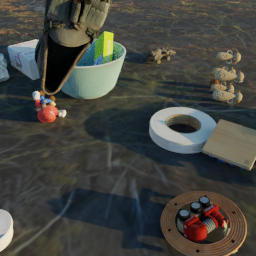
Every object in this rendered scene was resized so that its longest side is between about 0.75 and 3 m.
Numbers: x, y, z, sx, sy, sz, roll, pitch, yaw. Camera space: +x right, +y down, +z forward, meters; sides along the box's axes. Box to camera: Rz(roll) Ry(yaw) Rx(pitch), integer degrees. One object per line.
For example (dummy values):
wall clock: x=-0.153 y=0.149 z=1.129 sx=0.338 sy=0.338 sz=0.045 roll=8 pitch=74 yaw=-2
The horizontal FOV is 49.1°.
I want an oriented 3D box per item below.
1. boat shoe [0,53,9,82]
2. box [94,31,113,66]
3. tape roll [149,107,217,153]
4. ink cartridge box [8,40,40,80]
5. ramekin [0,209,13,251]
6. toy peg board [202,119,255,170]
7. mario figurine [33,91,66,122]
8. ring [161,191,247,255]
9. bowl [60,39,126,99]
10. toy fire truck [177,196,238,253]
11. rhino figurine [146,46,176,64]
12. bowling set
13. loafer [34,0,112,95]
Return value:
boat shoe: x=-5.332 y=-2.666 z=10.901 sx=1.074 sy=0.934 sz=2.914 roll=-16 pitch=37 yaw=-22
box: x=-0.846 y=-2.289 z=9.385 sx=0.375 sy=1.572 sz=0.958 roll=5 pitch=-6 yaw=-25
tape roll: x=1.475 y=0.010 z=7.535 sx=1.808 sy=0.330 sz=1.808 roll=0 pitch=34 yaw=0
ink cartridge box: x=-3.647 y=-2.772 z=11.138 sx=1.438 sy=0.842 sz=1.990 roll=-27 pitch=44 yaw=-33
ramekin: x=-2.373 y=1.827 z=4.845 sx=0.779 sy=0.363 sz=0.779 roll=0 pitch=34 yaw=0
toy peg board: x=2.538 y=0.500 z=6.767 sx=1.129 sy=0.552 sz=1.124 roll=21 pitch=55 yaw=29
mario figurine: x=-2.313 y=-0.706 z=8.248 sx=0.849 sy=0.729 sz=1.375 roll=-10 pitch=34 yaw=-17
ring: x=1.340 y=1.715 z=5.063 sx=1.486 sy=0.143 sz=1.486 roll=-8 pitch=31 yaw=5
bowl: x=-1.395 y=-1.919 z=9.403 sx=2.670 sy=1.397 sz=2.670 roll=0 pitch=34 yaw=0
toy fire truck: x=1.419 y=1.764 z=4.880 sx=0.794 sy=0.580 sz=0.902 roll=-21 pitch=29 yaw=-29
rhino figurine: x=1.461 y=-3.204 z=12.092 sx=1.676 sy=0.501 sz=0.733 roll=-26 pitch=42 yaw=-35
bowling set: x=3.291 y=-1.653 z=9.368 sx=0.905 sy=1.686 sz=1.173 roll=6 pitch=3 yaw=7
loafer: x=-1.001 y=-1.567 z=4.856 sx=1.070 sy=2.979 sz=0.937 roll=7 pitch=66 yaw=-24
